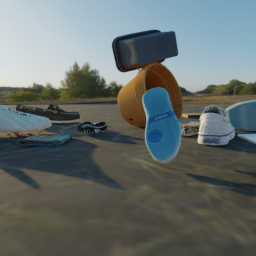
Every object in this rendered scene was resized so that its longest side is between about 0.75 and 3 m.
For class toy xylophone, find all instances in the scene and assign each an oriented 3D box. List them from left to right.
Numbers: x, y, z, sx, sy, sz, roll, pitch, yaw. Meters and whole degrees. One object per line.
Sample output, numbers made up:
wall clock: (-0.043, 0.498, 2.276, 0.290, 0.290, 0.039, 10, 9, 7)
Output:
toy xylophone: (1.501, 0.007, 7.644, 0.904, 0.310, 1.235, 3, 6, 33)

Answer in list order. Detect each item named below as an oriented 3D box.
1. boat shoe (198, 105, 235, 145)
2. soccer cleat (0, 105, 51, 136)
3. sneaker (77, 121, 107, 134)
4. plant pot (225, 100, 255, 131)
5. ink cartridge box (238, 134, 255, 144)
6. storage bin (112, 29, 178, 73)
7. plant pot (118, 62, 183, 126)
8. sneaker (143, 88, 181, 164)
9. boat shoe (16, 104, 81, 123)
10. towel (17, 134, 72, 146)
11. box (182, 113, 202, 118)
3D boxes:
boat shoe: (2.096, -0.148, 6.692, 0.829, 0.816, 2.338, 3, 7, 24)
soccer cleat: (-3.245, -0.266, 7.346, 2.382, 0.924, 0.825, -1, 6, -17)
sneaker: (-1.051, 0.018, 7.822, 0.388, 0.357, 0.969, -13, -9, 41)
plant pot: (3.522, -0.357, 8.609, 0.941, 0.924, 0.922, -6, 5, 10)
ink cartridge box: (2.552, 0.415, 2.921, 2.105, 0.471, 1.855, 0, 7, -6)
storage bin: (0.662, -2.521, 9.326, 1.968, 1.432, 1.322, -18, 17, -19)
plant pot: (0.661, -0.944, 9.450, 1.494, 2.135, 2.135, -16, -6, 39)
sneaker: (0.604, 0.110, 4.444, 0.551, 1.384, 0.904, -12, -41, 13)
boat shoe: (-3.071, -0.566, 11.000, 2.513, 0.757, 0.896, -3, 7, -27)
towel: (-1.819, 0.240, 6.299, 0.924, 0.137, 1.260, 1, 6, 0)
box: (3.616, -0.647, 14.570, 1.417, 0.184, 1.734, -1, 6, 0)
